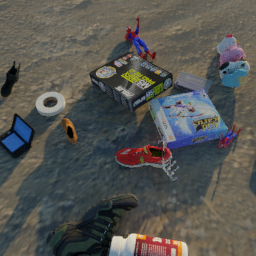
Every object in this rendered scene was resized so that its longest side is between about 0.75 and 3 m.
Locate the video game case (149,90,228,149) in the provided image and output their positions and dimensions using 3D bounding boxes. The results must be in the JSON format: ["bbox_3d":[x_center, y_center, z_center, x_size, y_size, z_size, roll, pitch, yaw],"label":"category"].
[{"bbox_3d":[2.298,-0.399,11.049,2.436,0.554,2.208,-12,54,-9],"label":"video game case"}]

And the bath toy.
[{"bbox_3d":[4.821,-3.214,12.858,1.274,1.083,2.930,4,52,3],"label":"bath toy"}]

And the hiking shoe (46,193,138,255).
[{"bbox_3d":[-0.815,3.092,8.246,2.913,1.103,1.467,-29,66,-10],"label":"hiking shoe"}]

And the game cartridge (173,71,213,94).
[{"bbox_3d":[2.885,-1.971,12.437,1.508,0.290,0.978,23,52,16],"label":"game cartridge"}]

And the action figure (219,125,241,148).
[{"bbox_3d":[3.831,0.265,10.555,0.402,0.610,1.232,38,64,25],"label":"action figure"}]

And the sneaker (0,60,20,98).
[{"bbox_3d":[-5.051,-2.090,12.000,0.452,0.785,1.506,24,64,-5],"label":"sneaker"}]

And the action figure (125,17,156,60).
[{"bbox_3d":[0.486,-4.517,13.779,0.837,1.270,2.566,-20,53,-15],"label":"action figure"}]

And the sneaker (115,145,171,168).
[{"bbox_3d":[0.540,0.889,9.899,1.992,0.846,0.767,0,53,0],"label":"sneaker"}]

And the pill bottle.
[{"bbox_3d":[0.532,3.578,7.687,2.045,1.155,1.155,8,53,5],"label":"pill bottle"}]

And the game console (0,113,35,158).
[{"bbox_3d":[-4.200,0.277,10.427,1.286,0.748,1.131,37,61,25],"label":"game console"}]

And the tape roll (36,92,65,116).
[{"bbox_3d":[-3.241,-1.012,11.725,1.210,0.221,1.210,0,54,0],"label":"tape roll"}]

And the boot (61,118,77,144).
[{"bbox_3d":[-2.203,0.041,10.330,0.434,0.878,1.130,-19,77,-7],"label":"boot"}]

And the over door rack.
[{"bbox_3d":[1.426,1.088,9.690,0.405,0.898,1.215,-18,52,16],"label":"over door rack"}]

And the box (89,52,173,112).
[{"bbox_3d":[0.101,-2.085,11.939,2.315,0.640,2.890,-33,48,-23],"label":"box"}]
